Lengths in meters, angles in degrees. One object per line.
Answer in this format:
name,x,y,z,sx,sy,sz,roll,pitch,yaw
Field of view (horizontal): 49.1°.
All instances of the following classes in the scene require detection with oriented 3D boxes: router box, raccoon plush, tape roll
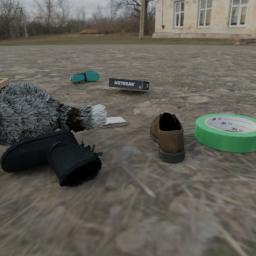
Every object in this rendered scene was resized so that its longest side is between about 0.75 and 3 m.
router box,0.062,-1.839,11.752,1.456,0.380,1.145,8,9,18
raccoon plush,-1.981,-0.253,5.356,2.822,1.365,1.891,-11,11,11
tape roll,2.532,0.079,6.915,1.705,0.410,1.705,1,20,0

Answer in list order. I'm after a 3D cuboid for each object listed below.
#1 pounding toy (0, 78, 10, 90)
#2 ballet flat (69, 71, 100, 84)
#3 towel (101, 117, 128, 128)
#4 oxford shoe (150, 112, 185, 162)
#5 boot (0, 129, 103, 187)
pounding toy,-5.180,-1.354,10.217,1.643,0.856,1.870,-1,20,-3
ballet flat,-2.216,-2.557,14.064,1.614,0.599,0.599,-11,22,-33
towel,-0.484,-0.180,8.023,0.827,0.143,0.548,-7,22,-19
oxford shoe,0.944,-0.015,6.537,0.742,0.862,2.042,-4,19,-4
boot,-1.374,0.638,5.166,1.610,0.596,1.320,-23,39,-29
